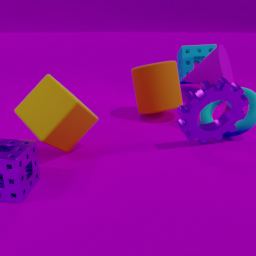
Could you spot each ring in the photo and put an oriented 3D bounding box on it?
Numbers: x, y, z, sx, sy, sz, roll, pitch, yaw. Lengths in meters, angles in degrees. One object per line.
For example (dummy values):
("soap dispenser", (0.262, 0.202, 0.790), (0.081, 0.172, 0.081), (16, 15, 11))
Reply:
("ring", (2.431, -0.399, 6.694), (1.433, 0.287, 1.433), (-21, 45, 22))

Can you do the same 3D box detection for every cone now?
("cone", (2.546, -1.823, 9.476), (1.567, 1.561, 1.561), (-11, 12, 32))

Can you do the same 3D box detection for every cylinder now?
("cylinder", (0.805, -1.118, 7.781), (1.257, 1.257, 1.257), (-10, 8, 1))

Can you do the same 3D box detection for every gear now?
("gear", (1.745, -0.317, 5.806), (1.459, 1.459, 0.270), (-5, 39, -13))

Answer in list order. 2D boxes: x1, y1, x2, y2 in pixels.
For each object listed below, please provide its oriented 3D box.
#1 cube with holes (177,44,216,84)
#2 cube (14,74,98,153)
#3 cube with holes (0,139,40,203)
("cube with holes", (2.571, -2.357, 10.574), (1.222, 1.222, 1.222), (-2, 2, 2))
("cube", (-1.370, -0.253, 5.491), (0.964, 0.964, 0.964), (41, -2, 24))
("cube with holes", (-1.875, 0.638, 4.367), (0.709, 0.709, 0.709), (3, 21, 5))
